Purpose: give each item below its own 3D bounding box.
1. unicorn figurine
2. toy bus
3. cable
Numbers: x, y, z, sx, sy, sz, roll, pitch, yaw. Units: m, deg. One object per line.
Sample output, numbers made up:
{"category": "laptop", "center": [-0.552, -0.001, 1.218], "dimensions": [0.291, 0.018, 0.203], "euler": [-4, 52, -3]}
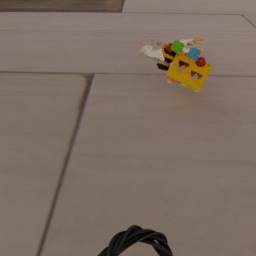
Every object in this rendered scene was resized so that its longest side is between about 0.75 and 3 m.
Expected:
{"category": "unicorn figurine", "center": [1.628, -2.926, 10.525], "dimensions": [2.441, 0.901, 1.676], "euler": [-12, 25, -26]}
{"category": "toy bus", "center": [1.495, -1.761, 8.254], "dimensions": [1.783, 0.977, 1.890], "euler": [23, 6, -36]}
{"category": "cable", "center": [0.121, 1.918, 3.551], "dimensions": [1.150, 0.358, 1.410], "euler": [38, 53, 24]}
